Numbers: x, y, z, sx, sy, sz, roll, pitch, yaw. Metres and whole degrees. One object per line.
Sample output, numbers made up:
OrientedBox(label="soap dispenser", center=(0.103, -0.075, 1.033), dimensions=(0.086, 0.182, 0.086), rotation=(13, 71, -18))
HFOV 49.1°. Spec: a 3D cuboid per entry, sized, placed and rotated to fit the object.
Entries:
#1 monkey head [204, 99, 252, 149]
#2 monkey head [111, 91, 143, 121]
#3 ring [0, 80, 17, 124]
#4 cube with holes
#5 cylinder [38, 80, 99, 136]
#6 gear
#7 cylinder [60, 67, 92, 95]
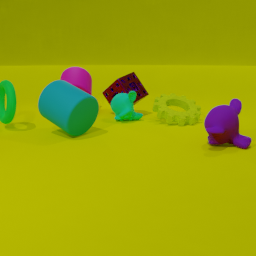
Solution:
OrientedBox(label="monkey head", center=(2.513, -0.035, 6.974), dimensions=(1.162, 0.973, 1.615), rotation=(24, 47, 32))
OrientedBox(label="monkey head", center=(-0.030, -0.739, 9.862), dimensions=(1.116, 0.935, 1.551), rotation=(5, -14, -28))
OrientedBox(label="ring", center=(-3.749, -0.792, 8.581), dimensions=(0.270, 1.352, 1.352), rotation=(-2, 12, -41))
OrientedBox(label="cube with holes", center=(-0.098, -1.333, 10.824), dimensions=(1.063, 1.063, 1.063), rotation=(-33, 1, 44))
OrientedBox(label="cylinder", center=(-1.677, -0.575, 7.952), dimensions=(1.231, 1.231, 1.231), rotation=(30, 27, 27))
OrientedBox(label="gear", center=(1.698, -0.671, 9.720), dimensions=(1.633, 0.302, 1.633), rotation=(6, 35, -4))
OrientedBox(label="cylinder", center=(-2.197, -1.646, 11.748), dimensions=(1.353, 1.353, 1.353), rotation=(-1, 44, -5))
